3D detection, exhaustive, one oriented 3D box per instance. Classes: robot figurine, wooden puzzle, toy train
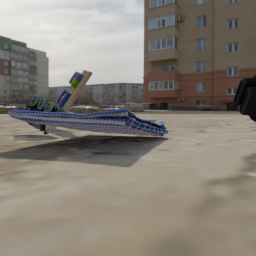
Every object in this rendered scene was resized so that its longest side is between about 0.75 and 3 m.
[{"bbox_3d":[4.393,-0.825,7.994,2.472,1.857,1.543,2,-13,-3],"label":"robot figurine"},{"bbox_3d":[-1.599,-1.053,7.904,0.362,1.448,1.563,33,2,-17],"label":"wooden puzzle"},{"bbox_3d":[-1.780,-0.267,5.912,1.146,0.653,0.488,24,-3,42],"label":"toy train"}]

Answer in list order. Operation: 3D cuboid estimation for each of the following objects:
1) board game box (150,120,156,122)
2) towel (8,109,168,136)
[{"bbox_3d":[0.770,-0.332,12.922,0.926,0.109,0.485,-1,5,-15],"label":"board game box"},{"bbox_3d":[-0.409,-0.097,4.597,1.750,0.288,2.417,2,-4,19],"label":"towel"}]
